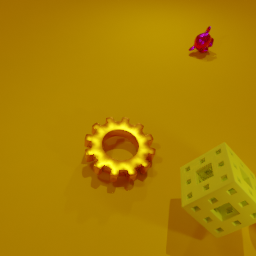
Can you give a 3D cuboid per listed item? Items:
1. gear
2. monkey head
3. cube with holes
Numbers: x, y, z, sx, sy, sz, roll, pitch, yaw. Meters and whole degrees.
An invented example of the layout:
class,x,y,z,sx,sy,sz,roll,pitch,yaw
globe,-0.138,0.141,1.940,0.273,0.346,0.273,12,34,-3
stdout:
class,x,y,z,sx,sy,sz,roll,pitch,yaw
gear,-0.230,0.552,7.844,1.946,0.360,1.946,5,53,-7
monkey head,2.965,-3.505,11.300,0.724,1.202,0.865,30,20,-32
cube with holes,2.067,1.384,6.246,1.253,1.253,1.253,43,29,-19
